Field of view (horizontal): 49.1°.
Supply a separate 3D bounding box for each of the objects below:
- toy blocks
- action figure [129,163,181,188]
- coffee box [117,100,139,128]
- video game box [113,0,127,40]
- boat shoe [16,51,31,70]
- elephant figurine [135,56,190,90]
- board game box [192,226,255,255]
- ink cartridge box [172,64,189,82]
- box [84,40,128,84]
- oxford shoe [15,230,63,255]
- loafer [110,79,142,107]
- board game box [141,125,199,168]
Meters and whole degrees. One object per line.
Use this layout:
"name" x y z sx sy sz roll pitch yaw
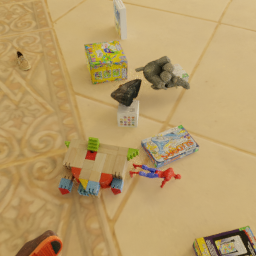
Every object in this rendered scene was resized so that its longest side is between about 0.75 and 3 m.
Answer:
"toy blocks" -1.132 1.459 9.392 2.714 1.356 1.855 9 61 9
"action figure" 1.019 1.680 9.574 1.768 0.875 0.577 1 48 31
"coffee box" 0.012 -0.577 11.304 0.804 0.796 0.805 4 46 5
"video game box" -0.448 -6.119 15.525 0.417 1.781 1.622 -11 49 -7
"boat shoe" -5.298 -3.378 14.005 0.493 0.446 1.382 -28 54 -22
"elephant figurine" 1.551 -2.113 11.998 1.409 1.991 1.545 -39 69 14
"board game box" 2.925 3.890 7.546 1.703 0.584 2.060 -11 50 -7
"ink cartridge box" 2.290 -2.526 13.257 0.751 0.452 1.034 -17 52 -15
"box" -1.059 -3.176 13.385 1.741 1.102 1.807 -10 49 -9
"oxford shoe" -2.841 3.727 7.741 2.163 0.770 0.784 -34 28 -22
"loafer" 0.005 -1.601 11.409 0.816 0.822 2.257 19 25 9
"board game box" 1.572 0.667 10.542 1.813 0.312 1.227 -21 52 -17
